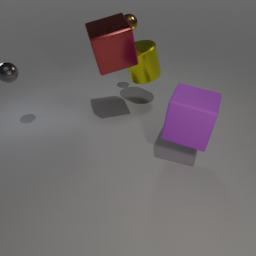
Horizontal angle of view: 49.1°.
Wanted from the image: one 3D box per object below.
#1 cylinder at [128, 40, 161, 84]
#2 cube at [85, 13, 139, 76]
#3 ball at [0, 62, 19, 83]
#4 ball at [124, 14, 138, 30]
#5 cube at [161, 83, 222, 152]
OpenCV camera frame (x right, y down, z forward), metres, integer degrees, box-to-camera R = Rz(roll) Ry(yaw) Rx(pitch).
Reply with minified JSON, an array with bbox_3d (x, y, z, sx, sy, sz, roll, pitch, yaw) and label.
[{"bbox_3d":[0.628,-2.844,12.063,1.400,1.400,1.400,-11,39,9],"label":"cylinder"},{"bbox_3d":[-0.567,-2.929,9.771,1.400,1.400,1.400,-17,44,-2],"label":"cube"},{"bbox_3d":[-4.115,-1.892,9.575,0.700,0.700,0.700,0,33,0],"label":"ball"},{"bbox_3d":[0.045,-4.362,11.608,0.700,0.700,0.700,0,33,0],"label":"ball"},{"bbox_3d":[1.974,-0.368,8.746,1.400,1.400,1.400,17,36,13],"label":"cube"}]
